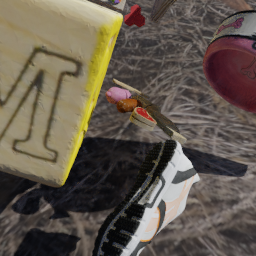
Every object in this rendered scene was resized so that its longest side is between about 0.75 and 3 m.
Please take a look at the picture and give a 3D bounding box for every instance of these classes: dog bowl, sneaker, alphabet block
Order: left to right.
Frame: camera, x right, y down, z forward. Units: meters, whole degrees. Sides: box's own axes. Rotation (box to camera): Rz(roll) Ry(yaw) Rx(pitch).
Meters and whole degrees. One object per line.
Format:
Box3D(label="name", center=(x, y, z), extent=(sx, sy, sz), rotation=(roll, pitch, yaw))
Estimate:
Box3D(label="alphabet block", center=(-1.955, -1.165, 5.163), extent=(2.969, 2.916, 2.900), rotation=(19, 23, -5))
Box3D(label="sneaker", center=(0.388, 1.400, 4.507), extent=(2.460, 0.984, 0.907), rotation=(-53, 25, -18))
Box3D(label="dog bowl", center=(2.418, -1.137, 5.469), extent=(2.131, 2.131, 0.786), rotation=(36, 75, 23))

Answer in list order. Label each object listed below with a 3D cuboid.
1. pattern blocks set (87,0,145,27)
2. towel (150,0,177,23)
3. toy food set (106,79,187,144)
Box3D(label="pattern blocks set", center=(-0.625, -4.538, 8.955), extent=(2.783, 0.226, 2.446), rotation=(11, 95, 6))
Box3D(label="towel", center=(1.186, -3.856, 8.083), extent=(0.317, 1.218, 1.838), rotation=(32, 49, -19))
Box3D(label="toy food set", center=(0.208, -0.380, 6.109), extent=(1.502, 0.372, 2.363), rotation=(24, 19, -20))
